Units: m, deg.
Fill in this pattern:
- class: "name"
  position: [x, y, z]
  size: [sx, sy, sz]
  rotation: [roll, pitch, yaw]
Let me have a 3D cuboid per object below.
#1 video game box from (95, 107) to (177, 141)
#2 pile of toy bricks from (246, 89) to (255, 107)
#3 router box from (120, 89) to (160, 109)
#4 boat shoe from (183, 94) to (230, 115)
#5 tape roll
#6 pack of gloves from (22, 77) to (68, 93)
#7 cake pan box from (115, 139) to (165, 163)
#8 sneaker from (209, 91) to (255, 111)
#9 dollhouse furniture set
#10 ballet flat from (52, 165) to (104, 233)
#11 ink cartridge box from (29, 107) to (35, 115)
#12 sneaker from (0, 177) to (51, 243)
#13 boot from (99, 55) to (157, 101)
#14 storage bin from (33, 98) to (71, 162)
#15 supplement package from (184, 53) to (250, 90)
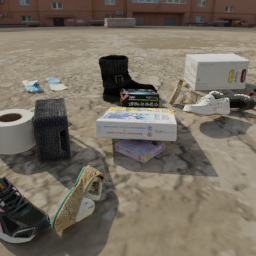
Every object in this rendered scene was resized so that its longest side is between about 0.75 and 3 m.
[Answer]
- class: "video game box"
  position: [0.395, -0.229, 10.358]
  size: [2.652, 0.681, 2.911]
  rotation: [5, 14, 5]
- class: "pile of toy bricks"
  position: [6.331, -1.409, 13.545]
  size: [1.679, 0.931, 0.829]
  rotation: [-19, -10, -15]
- class: "router box"
  position: [0.470, -1.363, 12.813]
  size: [1.611, 0.668, 2.151]
  rotation: [2, 14, -5]
- class: "boat shoe"
  position: [3.282, -0.984, 11.634]
  size: [2.425, 0.841, 0.859]
  rotation: [-4, 13, -33]
- class: "tape roll"
  position: [-4.027, 0.095, 9.771]
  size: [1.546, 1.061, 1.546]
  rotation: [0, 25, 0]
- class: "pack of gloves"
  position: [-4.963, -2.724, 16.505]
  size: [2.199, 0.516, 2.617]
  rotation: [-12, 28, -23]
- class: "cake pan box"
  position: [0.401, 0.614, 9.530]
  size: [1.316, 0.344, 1.212]
  rotation: [19, 29, 35]
- class: "sneaker"
  position: [4.555, -1.133, 12.848]
  size: [2.324, 0.772, 1.052]
  rotation: [18, 33, 40]
- class: "dollhouse furniture set"
  position: [3.025, -1.329, 13.515]
  size: [1.831, 0.894, 1.562]
  rotation: [24, 39, 0]
- class: "ballet flat"
  position: [-1.075, 1.674, 6.826]
  size: [0.731, 0.789, 2.238]
  rotation: [18, 31, 3]
- class: "ink cartridge box"
  position: [-3.553, -0.433, 11.699]
  size: [1.638, 0.393, 1.192]
  rotation: [12, 27, 24]
- class: "sneaker"
  position: [-2.833, 1.688, 6.378]
  size: [2.420, 1.045, 0.972]
  rotation: [14, 30, 26]
- class: "boot"
  position: [0.055, -2.507, 13.963]
  size: [2.981, 2.228, 1.122]
  rotation: [-4, 26, -9]
- class: "storage bin"
  position: [-2.552, -0.008, 9.492]
  size: [1.031, 1.487, 2.200]
  rotation: [-5, 25, -12]
- class: "supplement package"
  position: [5.114, -3.373, 16.519]
  size: [2.980, 1.652, 2.321]
  rotation: [-3, 25, -4]
